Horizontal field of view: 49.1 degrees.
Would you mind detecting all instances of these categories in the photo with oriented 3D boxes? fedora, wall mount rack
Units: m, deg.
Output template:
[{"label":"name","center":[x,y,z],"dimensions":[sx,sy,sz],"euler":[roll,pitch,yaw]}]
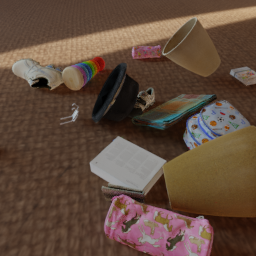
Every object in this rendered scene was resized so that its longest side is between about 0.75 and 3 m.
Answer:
[{"label":"fedora","center":[-0.397,-1.269,11.602],"dimensions":[1.240,2.715,2.715],"euler":[27,34,-20]},{"label":"wall mount rack","center":[-2.408,-0.519,11.690],"dimensions":[0.400,0.931,1.072],"euler":[34,11,-20]}]

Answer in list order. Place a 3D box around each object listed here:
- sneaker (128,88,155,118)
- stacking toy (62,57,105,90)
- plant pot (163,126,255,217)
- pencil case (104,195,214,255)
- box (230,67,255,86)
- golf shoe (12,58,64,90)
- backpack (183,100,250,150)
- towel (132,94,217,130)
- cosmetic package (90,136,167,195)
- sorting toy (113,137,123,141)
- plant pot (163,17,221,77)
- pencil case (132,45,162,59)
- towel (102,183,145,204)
[{"label":"sneaker","center":[0.538,-1.189,12.399],"dimensions":[0.716,0.855,1.932],"euler":[24,46,25]},{"label":"stacking toy","center":[-2.096,-2.977,14.582],"dimensions":[1.202,1.202,2.815],"euler":[18,35,22]},{"label":"plant pot","center":[2.464,1.433,8.076],"dimensions":[2.751,2.563,2.563],"euler":[-11,38,6]},{"label":"pencil case","center":[0.752,2.655,7.326],"dimensions":[2.808,1.162,1.215],"euler":[12,40,16]},{"label":"box","center":[6.272,-2.762,14.807],"dimensions":[1.069,0.282,1.371],"euler":[-13,41,-15]},{"label":"golf shoe","center":[-4.733,-2.633,14.035],"dimensions":[2.961,1.159,1.440],"euler":[11,46,15]},{"label":"backpack","center":[3.148,0.175,10.082],"dimensions":[2.109,1.706,2.214],"euler":[-25,50,-12]},{"label":"towel","center":[1.856,-0.781,11.407],"dimensions":[2.975,0.323,2.182],"euler":[-28,20,-27]},{"label":"cosmetic package","center":[0.010,1.294,9.447],"dimensions":[2.083,0.538,1.570],"euler":[26,47,27]},{"label":"sorting toy","center":[-0.210,0.652,10.644],"dimensions":[0.559,0.135,0.992],"euler":[-17,42,-20]},{"label":"plant pot","center":[3.416,-3.806,14.064],"dimensions":[2.449,2.293,2.293],"euler":[37,36,-17]},{"label":"pencil case","center":[1.115,-4.499,16.657],"dimensions":[1.731,0.757,0.757],"euler":[-4,39,-7]},{"label":"towel","center":[-0.125,1.954,8.190],"dimensions":[1.242,1.196,0.215],"euler":[6,60,7]}]
